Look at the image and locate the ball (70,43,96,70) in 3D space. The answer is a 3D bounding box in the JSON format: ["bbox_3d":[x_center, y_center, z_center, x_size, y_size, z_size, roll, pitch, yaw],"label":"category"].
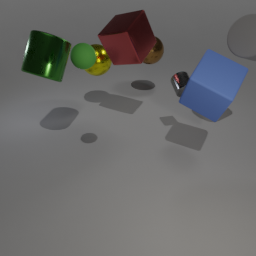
[{"bbox_3d":[-1.209,-1.941,7.582,0.700,0.700,0.700,0,31,0],"label":"ball"}]

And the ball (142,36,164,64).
[{"bbox_3d":[1.085,-3.874,13.917,1.400,1.400,1.400,0,31,0],"label":"ball"}]

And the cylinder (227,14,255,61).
[{"bbox_3d":[4.360,-3.070,9.662,1.400,1.400,1.400,26,22,36],"label":"cylinder"}]

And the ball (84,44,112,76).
[{"bbox_3d":[-1.422,-3.051,12.598,1.400,1.400,1.400,0,31,0],"label":"ball"}]

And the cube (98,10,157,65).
[{"bbox_3d":[0.001,-3.375,10.593,1.400,1.400,1.400,7,52,38],"label":"cube"}]

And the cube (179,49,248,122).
[{"bbox_3d":[2.675,-1.327,8.927,1.400,1.400,1.400,30,65,9],"label":"cube"}]

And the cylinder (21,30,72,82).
[{"bbox_3d":[-2.798,-2.433,9.631,1.400,1.400,1.400,16,5,-1],"label":"cylinder"}]

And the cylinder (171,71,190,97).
[{"bbox_3d":[2.031,-1.627,10.483,0.700,0.700,0.700,-9,59,-14],"label":"cylinder"}]
